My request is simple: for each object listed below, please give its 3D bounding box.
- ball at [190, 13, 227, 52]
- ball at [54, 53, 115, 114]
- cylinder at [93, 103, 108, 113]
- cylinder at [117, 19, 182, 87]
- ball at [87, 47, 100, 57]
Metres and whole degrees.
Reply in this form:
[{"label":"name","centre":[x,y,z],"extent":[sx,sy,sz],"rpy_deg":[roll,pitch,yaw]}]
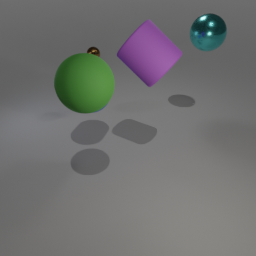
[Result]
[{"label":"ball","centre":[3.106,-3.696,10.878],"extent":[1.400,1.400,1.400],"rpy_deg":[0,31,0]},{"label":"ball","centre":[-1.013,-1.039,6.585],"extent":[1.400,1.400,1.400],"rpy_deg":[0,31,0]},{"label":"cylinder","centre":[-1.369,-1.320,9.510],"extent":[1.400,1.400,1.400],"rpy_deg":[3,-7,5]},{"label":"cylinder","centre":[0.627,-2.177,8.272],"extent":[1.400,1.400,1.400],"rpy_deg":[43,35,-6]},{"label":"ball","centre":[-1.775,-3.808,14.358],"extent":[0.700,0.700,0.700],"rpy_deg":[0,31,0]}]
